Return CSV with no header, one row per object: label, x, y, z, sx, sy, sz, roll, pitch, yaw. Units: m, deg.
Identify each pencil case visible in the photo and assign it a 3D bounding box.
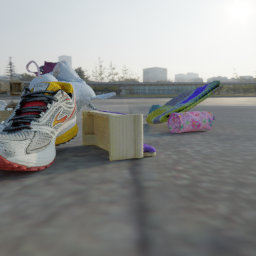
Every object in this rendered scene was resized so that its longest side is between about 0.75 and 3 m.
pencil case,1.753,-0.162,7.745,1.371,0.599,0.599,-3,7,-32

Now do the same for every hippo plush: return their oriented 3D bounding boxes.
hippo plush,-2.446,-0.947,10.221,2.793,2.225,2.246,36,27,2

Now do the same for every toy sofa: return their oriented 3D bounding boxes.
toy sofa,-0.216,0.051,4.937,0.824,0.700,1.690,-4,7,-23

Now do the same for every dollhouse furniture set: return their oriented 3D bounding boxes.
dollhouse furniture set,-4.493,-0.840,9.296,1.781,1.575,0.990,-5,7,-42

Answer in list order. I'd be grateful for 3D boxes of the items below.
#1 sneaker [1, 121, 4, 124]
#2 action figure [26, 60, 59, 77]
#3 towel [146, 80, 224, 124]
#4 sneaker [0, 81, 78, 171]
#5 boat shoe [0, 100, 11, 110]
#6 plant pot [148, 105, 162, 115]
sneaker,-3.083,-0.032,7.534,0.502,0.328,0.897,-2,5,-12
action figure,-3.884,-2.024,14.240,2.179,2.926,1.960,9,-20,-38
towel,1.666,-0.781,9.216,2.098,0.333,2.921,-33,5,-4
sneaker,-1.426,-0.145,4.138,0.984,1.038,2.528,7,18,3
boat shoe,-6.186,-0.911,13.565,0.856,0.843,2.415,-5,8,-40
plant pot,1.538,-0.939,15.007,0.919,0.619,0.919,-1,6,0
